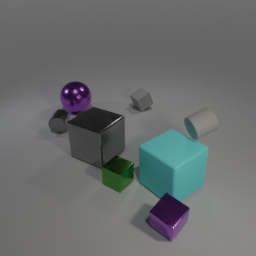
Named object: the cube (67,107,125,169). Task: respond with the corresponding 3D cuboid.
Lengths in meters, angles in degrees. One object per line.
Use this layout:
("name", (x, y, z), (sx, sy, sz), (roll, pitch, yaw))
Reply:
("cube", (-1.046, 0.283, 9.627), (1.400, 1.400, 1.400), (17, 34, 28))

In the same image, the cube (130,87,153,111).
("cube", (0.622, -1.327, 12.869), (0.700, 0.700, 0.700), (-36, 41, -10))

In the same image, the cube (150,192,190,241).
("cube", (1.010, 2.174, 6.871), (0.700, 0.700, 0.700), (30, 55, 30))

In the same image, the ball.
("ball", (-2.321, -1.383, 12.502), (1.400, 1.400, 1.400), (0, 30, 0))

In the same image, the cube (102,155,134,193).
("cube", (-0.298, 1.377, 8.461), (0.700, 0.700, 0.700), (20, 36, 30))

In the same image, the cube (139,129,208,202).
("cube", (1.288, 1.100, 8.160), (1.400, 1.400, 1.400), (-25, 38, -32))

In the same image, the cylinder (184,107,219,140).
("cylinder", (2.062, -0.123, 7.894), (0.700, 0.700, 0.700), (-26, 35, -8))

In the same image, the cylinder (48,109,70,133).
("cylinder", (-2.727, -0.287, 11.156), (0.700, 0.700, 0.700), (3, 34, 5))
